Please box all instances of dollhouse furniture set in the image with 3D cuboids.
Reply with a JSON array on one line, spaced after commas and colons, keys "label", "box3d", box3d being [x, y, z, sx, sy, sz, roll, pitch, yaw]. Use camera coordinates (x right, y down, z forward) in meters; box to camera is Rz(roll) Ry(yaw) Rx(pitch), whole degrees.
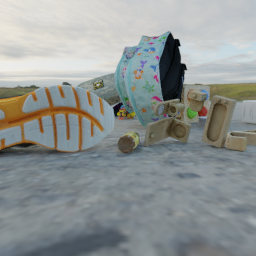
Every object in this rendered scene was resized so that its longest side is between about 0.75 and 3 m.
[{"label": "dollhouse furniture set", "box3d": [1.143, -0.084, 5.281, 1.217, 1.157, 0.991, 22, 23, 34]}]

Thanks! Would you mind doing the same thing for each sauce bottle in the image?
[{"label": "sauce bottle", "box3d": [0.041, 0.229, 5.243, 0.326, 0.326, 0.989, 1, 7, 8]}]

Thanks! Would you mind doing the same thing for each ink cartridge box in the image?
[{"label": "ink cartridge box", "box3d": [5.065, -0.511, 9.360, 1.415, 0.815, 1.939, -3, 7, -22]}]

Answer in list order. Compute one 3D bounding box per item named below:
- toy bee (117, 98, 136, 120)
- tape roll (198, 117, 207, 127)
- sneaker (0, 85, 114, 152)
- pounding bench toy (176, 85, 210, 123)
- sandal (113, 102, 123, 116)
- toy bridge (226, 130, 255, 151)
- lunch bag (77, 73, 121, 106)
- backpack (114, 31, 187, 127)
[{"label": "toy bee", "box3d": [-0.171, -0.618, 11.628, 1.310, 0.712, 0.857, 25, -18, -35]}, {"label": "tape roll", "box3d": [2.685, -0.186, 8.853, 0.903, 0.298, 0.903, 1, 7, 0]}, {"label": "sneaker", "box3d": [-1.712, -0.141, 5.076, 2.953, 1.156, 1.140, -3, 2, -17]}, {"label": "pounding bench toy", "box3d": [1.805, -0.904, 10.476, 2.172, 1.349, 1.694, -5, 9, -35]}, {"label": "sandal", "box3d": [-0.294, -0.975, 13.673, 2.788, 0.667, 1.048, -8, 9, -34]}, {"label": "toy bridge", "box3d": [2.410, 0.196, 5.775, 0.619, 0.251, 1.842, 6, 9, 41]}, {"label": "lunch bag", "box3d": [-1.214, -1.669, 13.299, 2.131, 1.528, 2.599, -17, 12, 3]}, {"label": "backpack", "box3d": [0.738, -1.386, 8.612, 1.990, 2.346, 2.643, -7, 45, 19]}]
